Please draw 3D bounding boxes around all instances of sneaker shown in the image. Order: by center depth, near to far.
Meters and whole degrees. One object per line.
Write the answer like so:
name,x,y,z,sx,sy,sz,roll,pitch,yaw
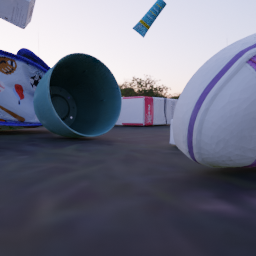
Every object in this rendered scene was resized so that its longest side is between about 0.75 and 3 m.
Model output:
sneaker,1.495,-0.119,1.538,2.317,0.840,1.321,-15,28,-16

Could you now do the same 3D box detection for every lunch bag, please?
lunch bag,-2.801,-0.766,6.051,2.912,1.803,2.476,10,-4,-29

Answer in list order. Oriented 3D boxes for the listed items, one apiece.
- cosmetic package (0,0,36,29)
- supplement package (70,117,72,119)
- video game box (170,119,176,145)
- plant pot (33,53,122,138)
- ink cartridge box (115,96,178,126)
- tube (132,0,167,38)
cosmetic package,-3.380,-3.494,7.537,1.594,0.899,0.647,22,41,-12
supplement package,-1.582,-0.950,10.670,1.273,1.289,2.125,2,17,26
video game box,1.474,0.039,3.148,1.373,0.353,1.507,-7,6,-44
plant pot,-0.900,-0.415,4.475,1.266,1.266,1.016,-2,-8,-41
ink cartridge box,0.592,-0.610,10.605,1.749,1.019,2.416,2,3,38
tube,0.660,-3.282,8.302,0.449,1.160,0.292,40,16,-1
